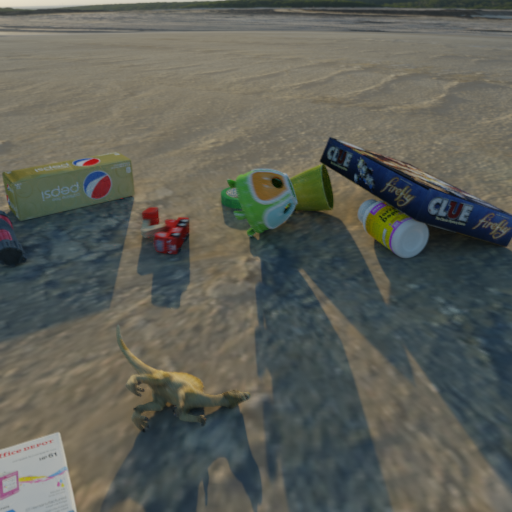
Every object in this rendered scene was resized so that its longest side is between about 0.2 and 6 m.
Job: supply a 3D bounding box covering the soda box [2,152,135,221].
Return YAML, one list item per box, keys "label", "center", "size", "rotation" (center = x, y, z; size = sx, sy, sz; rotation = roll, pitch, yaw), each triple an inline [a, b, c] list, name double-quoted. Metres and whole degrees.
- label: "soda box"
  center: [-3.868, -1.497, 11.705]
  size: [2.487, 0.842, 0.796]
  rotation: [-18, 32, -31]

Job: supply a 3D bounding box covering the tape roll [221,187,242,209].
- label: "tape roll"
  center: [-0.318, -1.256, 11.939]
  size: [0.871, 0.209, 0.871]
  rotation: [1, 28, 0]

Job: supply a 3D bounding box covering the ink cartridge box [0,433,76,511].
- label: "ink cartridge box"
  center: [-2.041, 2.161, 5.026]
  size: [0.730, 0.428, 1.011]
  rotation: [-12, 28, -22]

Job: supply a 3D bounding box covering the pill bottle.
- label: "pill bottle"
  center: [2.384, -0.547, 9.999]
  size: [0.714, 0.714, 1.370]
  rotation: [-11, 29, -20]

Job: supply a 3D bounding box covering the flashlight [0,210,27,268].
- label: "flashlight"
  center: [-4.442, -0.312, 9.764]
  size: [0.526, 0.528, 1.555]
  rotation: [-29, 36, -15]

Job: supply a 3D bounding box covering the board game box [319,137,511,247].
- label: "board game box"
  center: [2.995, -1.309, 10.765]
  size: [2.289, 0.585, 3.379]
  rotation: [12, 20, -28]

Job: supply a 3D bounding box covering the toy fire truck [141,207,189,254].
- label: "toy fire truck"
  center: [-1.738, -0.473, 10.265]
  size: [0.968, 0.335, 1.373]
  rotation: [4, 27, 7]

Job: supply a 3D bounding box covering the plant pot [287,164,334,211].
- label: "plant pot"
  center: [0.977, -1.300, 11.429]
  size: [1.007, 0.943, 0.943]
  rotation: [-11, 23, 19]

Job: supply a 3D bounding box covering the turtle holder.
- label: "turtle holder"
  center: [0.213, -0.941, 10.305]
  size: [1.059, 1.491, 1.133]
  rotation: [-20, 41, 10]

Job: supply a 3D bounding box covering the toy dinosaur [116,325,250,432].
- label: "toy dinosaur"
  center: [-1.069, 1.497, 6.384]
  size: [1.930, 0.562, 0.976]
  rotation: [21, 19, 18]
